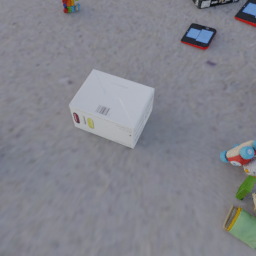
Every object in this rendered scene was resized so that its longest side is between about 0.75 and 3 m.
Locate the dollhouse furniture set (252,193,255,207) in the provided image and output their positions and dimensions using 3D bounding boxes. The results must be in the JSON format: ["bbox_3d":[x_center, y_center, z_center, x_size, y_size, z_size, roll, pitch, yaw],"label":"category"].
[{"bbox_3d":[3.606,1.888,6.831,0.728,1.032,0.723,-19,70,32],"label":"dollhouse furniture set"}]

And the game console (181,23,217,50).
[{"bbox_3d":[2.658,-3.447,10.465,1.049,0.184,1.187,25,61,15],"label":"game console"}]

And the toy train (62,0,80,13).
[{"bbox_3d":[-2.239,-5.092,10.924,0.689,1.191,0.504,-6,58,-9],"label":"toy train"}]

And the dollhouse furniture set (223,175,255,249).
[{"bbox_3d":[2.983,2.006,6.714,0.902,0.691,1.377,29,62,17],"label":"dollhouse furniture set"}]

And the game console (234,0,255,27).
[{"bbox_3d":[5.244,-4.590,11.146,1.463,0.257,1.655,32,63,18],"label":"game console"}]

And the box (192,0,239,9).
[{"bbox_3d":[3.557,-5.775,11.794,1.879,0.409,1.505,-15,59,-9],"label":"box"}]

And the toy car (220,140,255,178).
[{"bbox_3d":[3.176,0.936,7.348,0.935,0.975,1.057,-23,85,-23],"label":"toy car"}]

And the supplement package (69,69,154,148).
[{"bbox_3d":[-0.426,-0.570,8.104,1.942,1.077,1.513,20,59,13],"label":"supplement package"}]
